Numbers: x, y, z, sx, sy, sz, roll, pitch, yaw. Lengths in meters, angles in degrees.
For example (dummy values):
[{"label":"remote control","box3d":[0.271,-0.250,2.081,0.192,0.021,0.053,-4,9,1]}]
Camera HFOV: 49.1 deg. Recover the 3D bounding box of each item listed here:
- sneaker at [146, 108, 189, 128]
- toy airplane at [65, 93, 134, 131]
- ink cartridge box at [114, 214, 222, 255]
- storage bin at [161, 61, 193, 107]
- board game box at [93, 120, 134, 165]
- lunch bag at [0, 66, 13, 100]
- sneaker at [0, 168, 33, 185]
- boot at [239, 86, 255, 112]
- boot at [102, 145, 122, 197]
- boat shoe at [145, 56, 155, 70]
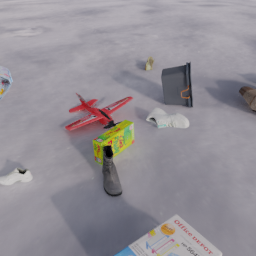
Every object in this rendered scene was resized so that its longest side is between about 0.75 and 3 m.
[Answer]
[{"label":"sneaker","box3d":[1.241,-0.186,8.996,1.444,0.543,0.639,19,48,38]},{"label":"toy airplane","box3d":[-1.160,-0.558,9.499,2.577,0.474,2.577,-5,37,4]},{"label":"ink cartridge box","box3d":[0.668,2.270,4.495,1.589,0.995,1.021,-23,39,-31]},{"label":"storage bin","box3d":[1.790,-1.469,10.114,1.045,1.556,1.132,-4,37,15]},{"label":"board game box","box3d":[-0.363,0.374,7.799,0.326,0.696,1.370,20,37,33]},{"label":"lunch bag","box3d":[-5.350,-1.641,10.600,1.893,1.203,1.605,-23,36,-16]},{"label":"sneaker","box3d":[-2.779,1.142,6.867,0.802,0.399,0.313,-9,33,-14]},{"label":"boot","box3d":[5.239,-1.045,10.147,2.305,0.810,1.685,-14,42,-23]},{"label":"boot","box3d":[-0.436,1.001,6.723,0.418,0.789,1.198,-9,33,-17]},{"label":"boat shoe","box3d":[1.104,-3.140,13.741,0.366,0.428,1.169,11,43,9]}]
